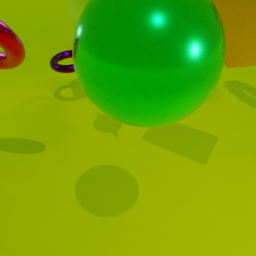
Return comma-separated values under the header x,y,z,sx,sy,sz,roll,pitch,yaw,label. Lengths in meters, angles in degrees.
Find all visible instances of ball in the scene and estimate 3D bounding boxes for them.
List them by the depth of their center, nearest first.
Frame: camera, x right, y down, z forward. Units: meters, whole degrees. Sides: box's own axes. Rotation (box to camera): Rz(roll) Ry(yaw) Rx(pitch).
x,y,z,sx,sy,sz,roll,pitch,yaw,label
0.183,-0.685,2.584,1.367,1.367,1.367,0,34,0,ball

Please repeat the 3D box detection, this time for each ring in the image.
x,y,z,sx,sy,sz,roll,pitch,yaw,label
-2.286,-1.335,4.186,1.471,1.471,0.294,8,72,12,ring
-1.768,-2.039,8.527,1.230,0.246,1.230,-3,41,2,ring

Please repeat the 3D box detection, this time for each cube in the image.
x,y,z,sx,sy,sz,roll,pitch,yaw,label
2.063,-1.775,4.021,1.264,1.264,1.264,5,47,45,cube
-0.744,-3.282,7.241,1.267,1.267,1.267,3,41,-28,cube
